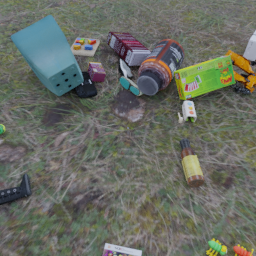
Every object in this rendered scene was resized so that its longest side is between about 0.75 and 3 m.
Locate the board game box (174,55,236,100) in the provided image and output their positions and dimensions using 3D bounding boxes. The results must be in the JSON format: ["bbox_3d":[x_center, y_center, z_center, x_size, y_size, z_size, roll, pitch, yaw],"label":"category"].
[{"bbox_3d":[3.305,-2.180,12.061,2.451,1.245,0.584,-19,14,-10],"label":"board game box"}]

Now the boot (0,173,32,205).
[{"bbox_3d":[-3.759,1.991,9.186,1.039,0.341,0.856,-18,49,-10],"label":"boot"}]

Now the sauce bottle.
[{"bbox_3d":[2.162,1.153,9.733,0.600,0.600,1.817,-3,50,-3],"label":"sauce bottle"}]

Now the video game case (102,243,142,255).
[{"bbox_3d":[-0.238,3.835,7.585,1.074,0.212,1.185,9,49,8],"label":"video game case"}]

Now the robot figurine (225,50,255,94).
[{"bbox_3d":[5.108,-2.494,12.666,1.634,0.656,2.254,-48,61,9],"label":"robot figurine"}]

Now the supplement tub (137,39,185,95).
[{"bbox_3d":[1.414,-2.697,12.558,1.511,1.511,2.826,21,51,18],"label":"supplement tub"}]

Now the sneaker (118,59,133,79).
[{"bbox_3d":[-0.144,-2.790,13.390,0.528,0.492,1.332,-6,54,-18],"label":"sneaker"}]

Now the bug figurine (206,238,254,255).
[{"bbox_3d":[2.655,3.727,7.538,1.286,0.427,1.658,23,52,19],"label":"bug figurine"}]

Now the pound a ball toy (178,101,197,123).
[{"bbox_3d":[2.379,-0.658,11.362,0.690,0.450,1.058,8,46,-6],"label":"pound a ball toy"}]

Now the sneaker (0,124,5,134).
[{"bbox_3d":[-5.394,0.166,10.558,1.409,0.522,0.589,-18,13,-15],"label":"sneaker"}]

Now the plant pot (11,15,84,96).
[{"bbox_3d":[-3.311,-2.963,12.343,2.049,2.050,2.901,-32,62,-8],"label":"plant pot"}]

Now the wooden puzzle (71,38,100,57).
[{"bbox_3d":[-2.307,-4.378,14.849,1.370,0.342,1.479,7,49,6],"label":"wooden puzzle"}]

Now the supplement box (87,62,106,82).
[{"bbox_3d":[-1.472,-2.628,13.097,0.609,0.480,0.930,0,45,-26],"label":"supplement box"}]

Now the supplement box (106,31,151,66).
[{"bbox_3d":[0.051,-3.993,14.025,1.274,0.713,2.341,-9,46,-36],"label":"supplement box"}]

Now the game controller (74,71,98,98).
[{"bbox_3d":[-2.025,-2.006,12.789,0.929,0.375,1.782,-5,47,-24],"label":"game controller"}]

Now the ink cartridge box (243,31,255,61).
[{"bbox_3d":[6.504,-4.248,14.243,0.620,1.064,1.471,26,53,21],"label":"ink cartridge box"}]

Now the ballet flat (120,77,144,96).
[{"bbox_3d":[0.177,-1.865,12.620,0.424,0.458,1.359,-17,52,-45],"label":"ballet flat"}]
